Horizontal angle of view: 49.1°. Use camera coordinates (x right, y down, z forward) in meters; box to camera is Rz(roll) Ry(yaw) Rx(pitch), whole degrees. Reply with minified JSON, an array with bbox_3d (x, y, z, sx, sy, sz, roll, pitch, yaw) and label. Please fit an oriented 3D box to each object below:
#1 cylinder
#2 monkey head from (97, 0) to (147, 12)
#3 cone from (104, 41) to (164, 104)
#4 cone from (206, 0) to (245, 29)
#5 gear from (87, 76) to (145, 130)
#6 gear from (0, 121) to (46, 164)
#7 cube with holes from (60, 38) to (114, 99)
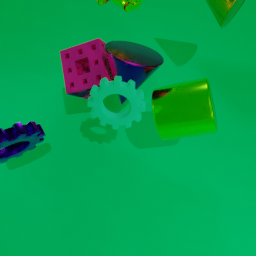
[{"bbox_3d":[1.318,-0.419,6.462,1.261,1.261,1.261,-10,53,19],"label":"cylinder"},{"bbox_3d":[-0.010,-3.562,6.878,0.998,1.191,1.656,42,88,10],"label":"monkey head"},{"bbox_3d":[-0.006,-1.173,6.835,1.413,1.418,1.413,11,35,-7],"label":"cone"},{"bbox_3d":[2.433,-3.885,7.808,1.565,1.560,1.560,37,63,12],"label":"cone"},{"bbox_3d":[-0.231,-0.489,5.706,1.152,1.152,0.213,3,38,2],"label":"gear"},{"bbox_3d":[-2.297,0.321,5.450,1.341,1.341,0.248,-26,79,-17],"label":"gear"},{"bbox_3d":[-0.914,-1.476,7.310,1.119,1.119,1.119,-11,85,20],"label":"cube with holes"}]
